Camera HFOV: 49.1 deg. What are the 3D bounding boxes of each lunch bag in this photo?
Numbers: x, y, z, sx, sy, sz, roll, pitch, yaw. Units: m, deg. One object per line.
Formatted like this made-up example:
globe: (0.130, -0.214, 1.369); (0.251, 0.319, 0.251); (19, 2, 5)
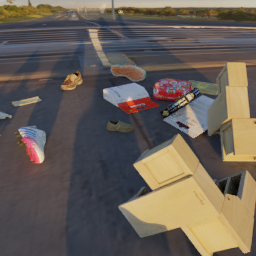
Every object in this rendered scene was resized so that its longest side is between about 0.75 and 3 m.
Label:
lunch bag: (2.214, -1.859, 13.927); (1.885, 0.772, 1.660); (8, 28, 14)

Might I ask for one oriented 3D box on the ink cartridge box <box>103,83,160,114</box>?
ink cartridge box: (0.158, -1.502, 13.504); (1.891, 0.664, 2.327); (-15, 26, -28)

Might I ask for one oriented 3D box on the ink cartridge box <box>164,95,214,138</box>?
ink cartridge box: (2.963, -0.383, 11.572); (2.340, 0.668, 1.902); (-35, 39, -16)

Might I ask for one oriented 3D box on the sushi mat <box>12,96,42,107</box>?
sushi mat: (-4.922, -1.284, 13.578); (1.324, 0.080, 0.633); (-18, 33, -31)

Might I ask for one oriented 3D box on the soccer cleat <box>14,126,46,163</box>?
soccer cleat: (-3.110, 0.427, 9.421); (0.934, 0.756, 2.164); (-23, 34, -28)

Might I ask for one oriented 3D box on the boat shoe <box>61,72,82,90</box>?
boat shoe: (-3.169, -2.645, 15.548); (0.745, 0.707, 1.968); (6, 28, 12)

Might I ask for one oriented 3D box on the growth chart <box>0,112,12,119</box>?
growth chart: (-6.086, -0.332, 11.602); (1.433, 0.176, 1.981); (17, 32, 31)

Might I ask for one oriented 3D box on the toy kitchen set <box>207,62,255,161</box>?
toy kitchen set: (4.268, -0.326, 9.433); (2.635, 2.920, 2.383); (0, -14, 0)

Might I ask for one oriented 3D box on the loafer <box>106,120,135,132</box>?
loafer: (-0.295, -0.084, 10.886); (1.114, 0.376, 0.423); (1, 27, 2)

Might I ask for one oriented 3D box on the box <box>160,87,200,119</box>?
box: (2.190, -1.060, 11.827); (1.509, 0.347, 1.199); (-35, 0, 42)

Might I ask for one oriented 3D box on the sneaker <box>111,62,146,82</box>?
sneaker: (0.213, -3.521, 16.990); (2.689, 0.960, 1.074); (23, 39, 40)

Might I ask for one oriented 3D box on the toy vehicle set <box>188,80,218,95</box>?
toy vehicle set: (4.035, -2.209, 15.206); (1.817, 0.241, 1.129); (14, 30, 26)

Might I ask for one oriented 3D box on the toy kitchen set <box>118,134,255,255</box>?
toy kitchen set: (1.285, 1.323, 6.516); (2.056, 2.520, 2.273); (-33, 6, 36)
